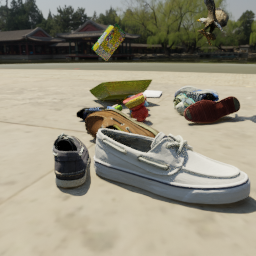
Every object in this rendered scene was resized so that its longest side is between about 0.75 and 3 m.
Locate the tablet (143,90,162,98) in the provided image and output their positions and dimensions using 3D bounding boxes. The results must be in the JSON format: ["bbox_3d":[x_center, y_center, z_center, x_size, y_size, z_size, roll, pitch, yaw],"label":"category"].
[{"bbox_3d":[0.450,-1.779,14.345,2.476,0.169,1.611,3,16,13],"label":"tablet"}]

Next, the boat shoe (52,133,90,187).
[{"bbox_3d":[-1.146,0.430,5.638,0.772,0.666,2.124,-3,16,-10],"label":"boat shoe"}]

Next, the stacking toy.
[{"bbox_3d":[0.001,-0.535,9.707,1.577,0.736,1.742,-24,10,9],"label":"stacking toy"}]

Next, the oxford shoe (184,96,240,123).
[{"bbox_3d":[2.676,-0.500,9.272,2.140,0.754,0.800,-9,-10,-22],"label":"oxford shoe"}]

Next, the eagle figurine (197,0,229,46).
[{"bbox_3d":[3.085,-4.037,10.227,1.171,1.552,1.177,24,-3,7],"label":"eagle figurine"}]

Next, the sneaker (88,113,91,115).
[{"bbox_3d":[-0.570,-0.233,8.091,1.356,0.616,0.515,-9,18,-34],"label":"sneaker"}]

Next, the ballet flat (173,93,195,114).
[{"bbox_3d":[2.032,-0.789,10.261,0.726,0.726,1.955,0,14,0],"label":"ballet flat"}]

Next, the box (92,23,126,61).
[{"bbox_3d":[-0.614,-2.872,9.310,0.274,1.132,0.664,45,7,37],"label":"box"}]

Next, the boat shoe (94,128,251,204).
[{"bbox_3d":[0.637,0.521,4.849,2.798,0.919,1.007,10,19,31],"label":"boat shoe"}]

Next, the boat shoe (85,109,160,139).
[{"bbox_3d":[-0.333,0.091,6.479,2.394,0.861,0.814,15,21,42],"label":"boat shoe"}]

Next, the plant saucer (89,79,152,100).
[{"bbox_3d":[-0.358,-1.645,12.417,2.250,0.539,2.246,-7,1,-23],"label":"plant saucer"}]

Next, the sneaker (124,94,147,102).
[{"bbox_3d":[0.312,-1.070,11.322,0.589,0.558,1.435,-13,10,-25],"label":"sneaker"}]

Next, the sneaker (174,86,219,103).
[{"bbox_3d":[2.958,-1.362,11.911,1.919,0.739,0.818,0,20,1],"label":"sneaker"}]

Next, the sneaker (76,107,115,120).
[{"bbox_3d":[-1.014,-0.400,8.859,1.513,0.530,0.589,3,12,45],"label":"sneaker"}]
